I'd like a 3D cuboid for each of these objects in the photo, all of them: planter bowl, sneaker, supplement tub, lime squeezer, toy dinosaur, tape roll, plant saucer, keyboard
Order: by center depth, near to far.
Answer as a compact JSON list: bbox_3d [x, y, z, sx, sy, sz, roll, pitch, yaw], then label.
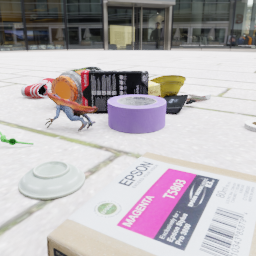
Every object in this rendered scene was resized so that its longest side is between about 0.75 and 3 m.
[{"bbox_3d":[-1.645,1.020,6.071,1.420,0.356,1.420,0,19,0],"label":"plant saucer"},{"bbox_3d":[-3.336,0.339,7.979,1.233,0.233,0.436,18,3,11],"label":"lime squeezer"},{"bbox_3d":[-1.899,-0.756,9.328,1.894,2.087,1.096,48,35,8],"label":"toy dinosaur"},{"bbox_3d":[4.445,-0.065,9.461,0.955,0.174,0.955,1,19,0],"label":"tape roll"},{"bbox_3d":[0.306,-0.545,9.807,2.035,0.865,2.035,0,20,0],"label":"tape roll"},{"bbox_3d":[2.135,-1.059,12.160,1.545,0.330,2.573,0,19,19],"label":"keyboard"},{"bbox_3d":[-2.129,-1.871,12.537,1.564,1.564,2.553,10,21,26],"label":"supplement tub"},{"bbox_3d":[1.913,-1.909,13.496,1.814,0.755,1.814,-3,-8,0],"label":"planter bowl"},{"bbox_3d":[-4.173,-2.062,14.271,1.251,0.793,2.225,6,27,29],"label":"sneaker"}]

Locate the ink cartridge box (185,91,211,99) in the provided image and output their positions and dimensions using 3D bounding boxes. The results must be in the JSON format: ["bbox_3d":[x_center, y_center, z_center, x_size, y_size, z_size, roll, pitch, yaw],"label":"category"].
[{"bbox_3d":[3.337,-1.537,13.454,0.919,0.286,1.142,15,21,35],"label":"ink cartridge box"}]

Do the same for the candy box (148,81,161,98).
[{"bbox_3d":[0.132,-1.781,13.212,1.696,0.812,2.938,-13,21,-18],"label":"candy box"}]

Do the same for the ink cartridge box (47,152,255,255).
[{"bbox_3d":[0.650,1.433,3.857,2.242,1.022,2.721,11,23,26],"label":"ink cartridge box"}]

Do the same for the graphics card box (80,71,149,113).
[{"bbox_3d":[-0.502,-1.447,11.187,2.649,1.662,0.674,0,17,1],"label":"graphics card box"}]
